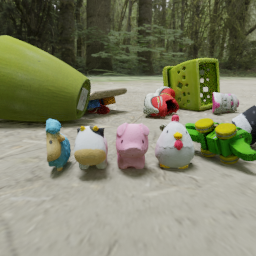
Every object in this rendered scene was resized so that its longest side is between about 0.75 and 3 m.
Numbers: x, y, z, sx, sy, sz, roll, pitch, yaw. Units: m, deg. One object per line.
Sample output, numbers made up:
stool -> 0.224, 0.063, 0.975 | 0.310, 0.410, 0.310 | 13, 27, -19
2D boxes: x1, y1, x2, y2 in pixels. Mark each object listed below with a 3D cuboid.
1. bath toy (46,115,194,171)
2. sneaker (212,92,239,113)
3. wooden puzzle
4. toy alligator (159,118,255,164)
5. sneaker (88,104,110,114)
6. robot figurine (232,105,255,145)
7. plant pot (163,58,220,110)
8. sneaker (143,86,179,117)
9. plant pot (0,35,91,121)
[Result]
bath toy -> -0.072, 0.245, 4.715 | 2.466, 0.911, 1.072 | 0, 13, -6
sneaker -> 3.683, -0.974, 10.480 | 0.849, 0.783, 1.924 | 5, 14, 30
wooden puzzle -> -1.349, -0.945, 10.434 | 2.156, 0.499, 1.997 | -13, 2, 38
toy alligator -> 1.555, 0.100, 5.416 | 0.619, 0.677, 2.282 | -30, 27, -24
sneaker -> -0.968, -0.734, 10.376 | 0.957, 0.375, 0.553 | 9, 17, 31
robot figurine -> 2.673, -0.071, 5.914 | 1.110, 0.834, 0.693 | -37, -23, 17
plant pot -> 2.578, -1.771, 11.629 | 1.785, 1.967, 1.957 | 1, 10, 41
sneaker -> 1.382, -0.854, 10.204 | 1.043, 0.946, 2.456 | 17, 25, 20
plant pot -> -2.632, -1.238, 8.603 | 2.745, 2.568, 2.568 | 14, 14, 6
